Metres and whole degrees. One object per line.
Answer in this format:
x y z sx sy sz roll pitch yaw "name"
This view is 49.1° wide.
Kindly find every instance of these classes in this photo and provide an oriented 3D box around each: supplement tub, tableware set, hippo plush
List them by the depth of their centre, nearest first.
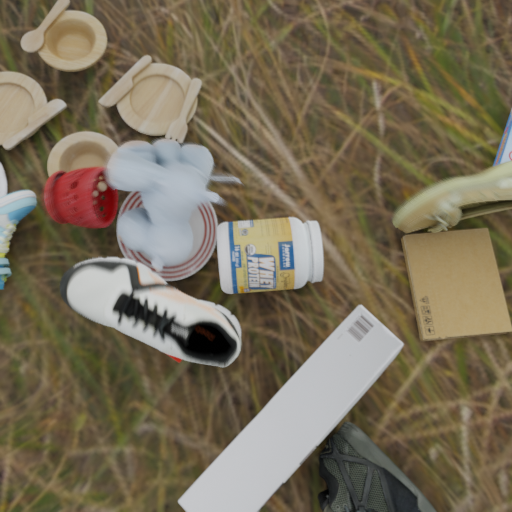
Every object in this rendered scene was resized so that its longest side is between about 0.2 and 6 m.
-1.296 -0.755 8.714 2.067 1.662 1.646 19 31 14 "hippo plush"
0.202 -0.016 8.810 1.572 1.137 1.137 -5 71 -1 "supplement tub"
-3.122 -2.756 9.973 3.849 0.447 3.215 33 75 4 "tableware set"

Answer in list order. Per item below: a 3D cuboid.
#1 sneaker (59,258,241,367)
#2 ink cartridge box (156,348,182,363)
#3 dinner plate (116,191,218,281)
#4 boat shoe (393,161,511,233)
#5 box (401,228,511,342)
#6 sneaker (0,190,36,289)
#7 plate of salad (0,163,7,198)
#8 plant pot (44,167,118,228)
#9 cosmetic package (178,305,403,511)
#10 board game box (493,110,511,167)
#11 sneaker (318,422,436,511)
-1.422 0.803 8.047 2.814 1.126 1.037 21 92 -13 "sneaker"
-1.402 1.124 8.913 0.933 0.266 0.758 31 73 14 "ink cartridge box"
-1.458 -0.429 9.234 1.689 0.205 1.689 0 94 4 "dinner plate"
3.400 -0.811 9.034 2.354 0.859 0.741 -19 70 -3 "boat shoe"
3.258 0.448 9.155 1.461 0.190 1.788 -5 71 -2 "box"
-4.124 -0.158 9.057 1.830 0.728 1.195 -37 87 -8 "sneaker"
-5.368 -1.142 9.442 2.149 0.516 2.149 5 75 -20 "plate of salad"
-2.759 -0.904 8.812 0.863 0.948 0.948 -1 70 13 "plant pot"
0.523 2.336 7.864 0.884 1.441 3.491 43 77 11 "cosmetic package"
5.190 -1.856 9.799 1.667 0.476 1.702 22 73 8 "board game box"
1.661 3.462 7.827 2.058 0.787 1.179 42 78 16 "sneaker"
